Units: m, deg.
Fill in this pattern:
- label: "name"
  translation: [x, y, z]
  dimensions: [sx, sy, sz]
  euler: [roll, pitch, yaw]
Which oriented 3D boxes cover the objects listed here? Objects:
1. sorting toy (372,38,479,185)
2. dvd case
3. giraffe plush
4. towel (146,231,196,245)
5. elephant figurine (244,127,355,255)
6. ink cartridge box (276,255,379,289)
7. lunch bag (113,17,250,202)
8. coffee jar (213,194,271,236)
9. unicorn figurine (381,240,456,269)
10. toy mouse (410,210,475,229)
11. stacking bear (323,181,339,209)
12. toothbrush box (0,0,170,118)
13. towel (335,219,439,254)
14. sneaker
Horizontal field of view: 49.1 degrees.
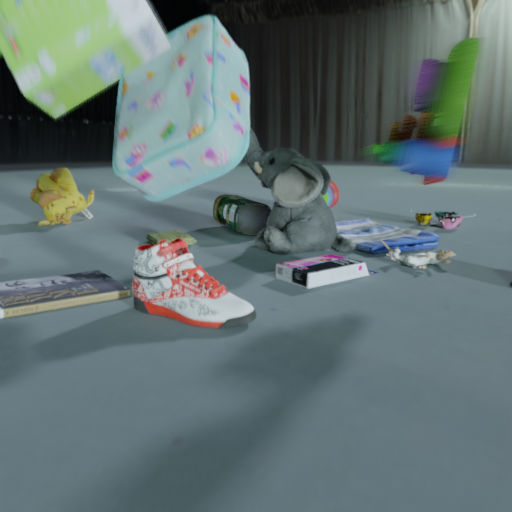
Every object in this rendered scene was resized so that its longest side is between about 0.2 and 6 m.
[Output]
- label: "sorting toy"
  translation: [2.633, -2.125, 8.980]
  dimensions: [1.200, 1.756, 2.923]
  euler: [14, -21, 16]
- label: "dvd case"
  translation: [-3.202, 0.552, 8.698]
  dimensions: [2.085, 0.167, 1.550]
  euler: [-9, 15, -33]
- label: "giraffe plush"
  translation: [-5.500, -1.415, 15.554]
  dimensions: [1.808, 1.560, 1.466]
  euler: [34, 20, -11]
- label: "towel"
  translation: [-1.963, -0.366, 12.758]
  dimensions: [0.891, 0.219, 1.201]
  euler: [-8, 15, -27]
- label: "elephant figurine"
  translation: [0.774, -1.459, 11.940]
  dimensions: [2.084, 2.686, 1.900]
  euler: [-6, 13, -24]
- label: "ink cartridge box"
  translation: [1.278, 0.238, 9.870]
  dimensions: [1.769, 0.328, 0.837]
  euler: [-6, 14, -37]
- label: "lunch bag"
  translation: [-1.298, -2.451, 9.368]
  dimensions: [2.351, 2.932, 1.130]
  euler: [-22, -37, 27]
- label: "coffee jar"
  translation: [-0.412, -1.082, 14.488]
  dimensions: [1.026, 0.840, 1.968]
  euler: [2, 11, -22]
- label: "unicorn figurine"
  translation: [3.072, 0.037, 10.606]
  dimensions: [1.220, 0.451, 0.838]
  euler: [11, -2, -21]
- label: "toy mouse"
  translation: [5.147, -0.961, 15.162]
  dimensions: [1.550, 0.338, 1.744]
  euler: [0, 13, 0]
- label: "stacking bear"
  translation: [1.667, -1.771, 17.546]
  dimensions: [1.056, 1.127, 1.857]
  euler: [12, 25, 42]
- label: "toothbrush box"
  translation: [-2.134, -2.709, 6.717]
  dimensions: [1.728, 1.258, 0.744]
  euler: [-31, -11, 5]
- label: "towel"
  translation: [2.645, -0.498, 13.121]
  dimensions: [1.999, 0.324, 2.722]
  euler: [-7, 14, -25]
- label: "sneaker"
  translation: [-0.904, 0.333, 7.639]
  dimensions: [1.943, 1.041, 0.649]
  euler: [7, 14, 29]
